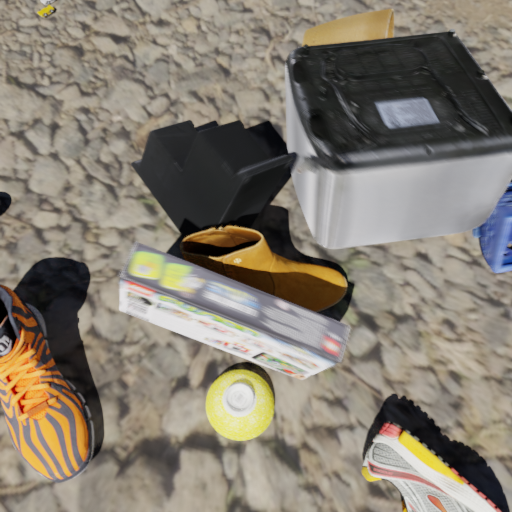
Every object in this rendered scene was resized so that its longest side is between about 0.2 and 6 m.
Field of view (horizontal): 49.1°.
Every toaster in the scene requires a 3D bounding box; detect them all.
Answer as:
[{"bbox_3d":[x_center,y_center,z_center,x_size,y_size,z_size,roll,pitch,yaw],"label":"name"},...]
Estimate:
[{"bbox_3d":[2.177,-2.105,9.837,3.754,2.228,3.395,-8,50,-5],"label":"toaster"}]

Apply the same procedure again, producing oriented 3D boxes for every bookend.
[{"bbox_3d":[-0.895,-1.619,9.775,1.093,2.359,2.374,-27,71,-36],"label":"bookend"}]

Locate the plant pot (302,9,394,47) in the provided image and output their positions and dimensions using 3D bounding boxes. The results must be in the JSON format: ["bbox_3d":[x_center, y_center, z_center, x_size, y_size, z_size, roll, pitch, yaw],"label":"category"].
[{"bbox_3d":[1.903,-4.302,11.754,1.767,1.647,1.647,9,65,17],"label":"plant pot"}]

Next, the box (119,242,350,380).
[{"bbox_3d":[-0.443,0.967,8.711,3.347,1.842,0.581,22,65,-6],"label":"box"}]

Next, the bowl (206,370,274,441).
[{"bbox_3d":[-0.265,2.376,9.136,1.162,0.625,1.162,0,65,0],"label":"bowl"}]

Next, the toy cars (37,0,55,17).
[{"bbox_3d":[-4.876,-5.827,13.095,0.346,0.171,0.772,2,62,-4],"label":"toy cars"}]

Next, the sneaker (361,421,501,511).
[{"bbox_3d":[2.768,3.750,8.427,2.660,1.035,1.093,38,83,20],"label":"sneaker"}]

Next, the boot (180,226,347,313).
[{"bbox_3d":[0.210,0.234,9.275,2.775,1.987,0.976,-3,60,0],"label":"boot"}]

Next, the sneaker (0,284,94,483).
[{"bbox_3d":[-3.722,1.889,8.654,1.304,1.884,3.362,-31,69,-13],"label":"sneaker"}]

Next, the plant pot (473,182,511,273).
[{"bbox_3d":[4.690,-0.625,10.083,1.298,1.298,1.167,-12,40,-5],"label":"plant pot"}]
